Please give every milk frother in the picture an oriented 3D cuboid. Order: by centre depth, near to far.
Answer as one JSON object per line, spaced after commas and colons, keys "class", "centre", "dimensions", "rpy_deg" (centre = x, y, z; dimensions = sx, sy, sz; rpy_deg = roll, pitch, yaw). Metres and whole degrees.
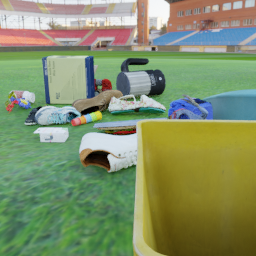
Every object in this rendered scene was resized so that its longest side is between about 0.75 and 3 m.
{"class": "milk frother", "centre": [0.413, -2.697, 17.130], "dimensions": [2.555, 2.451, 2.716], "rpy_deg": [-10, -23, -29]}

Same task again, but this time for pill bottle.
{"class": "pill bottle", "centre": [-5.699, -1.649, 15.110], "dimensions": [1.230, 0.690, 0.690], "rpy_deg": [3, 18, 11]}

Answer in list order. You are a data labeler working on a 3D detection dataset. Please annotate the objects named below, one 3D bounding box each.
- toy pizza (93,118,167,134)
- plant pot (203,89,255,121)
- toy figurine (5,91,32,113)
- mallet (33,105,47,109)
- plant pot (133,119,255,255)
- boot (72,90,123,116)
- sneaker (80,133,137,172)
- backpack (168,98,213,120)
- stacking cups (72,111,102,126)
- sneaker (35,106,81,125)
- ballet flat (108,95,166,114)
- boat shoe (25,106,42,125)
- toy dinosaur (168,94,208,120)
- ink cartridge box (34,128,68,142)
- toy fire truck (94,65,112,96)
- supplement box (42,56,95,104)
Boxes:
{"class": "toy pizza", "centre": [0.115, -0.047, 9.963], "dimensions": [2.695, 0.427, 2.695], "rpy_deg": [-5, 2, 0]}
{"class": "plant pot", "centre": [4.079, -0.616, 10.542], "dimensions": [2.308, 1.630, 1.631], "rpy_deg": [10, 20, 43]}
{"class": "toy figurine", "centre": [-5.417, -1.169, 14.059], "dimensions": [1.055, 0.929, 1.762], "rpy_deg": [23, 5, -35]}
{"class": "mallet", "centre": [-4.076, -0.928, 13.570], "dimensions": [0.539, 0.337, 1.637], "rpy_deg": [1, 14, 4]}
{"class": "plant pot", "centre": [1.403, 1.386, 2.963], "dimensions": [2.647, 2.335, 2.647], "rpy_deg": [0, 18, 2]}
{"class": "boot", "centre": [-1.236, -1.090, 13.149], "dimensions": [2.614, 0.962, 0.986], "rpy_deg": [-20, 30, -27]}
{"class": "sneaker", "centre": [0.015, 0.783, 7.551], "dimensions": [2.656, 0.967, 1.125], "rpy_deg": [0, 38, 2]}
{"class": "backpack", "centre": [2.145, -0.441, 10.293], "dimensions": [1.387, 1.343, 1.653], "rpy_deg": [-9, 20, -18]}
{"class": "stacking cups", "centre": [-1.733, -0.351, 11.695], "dimensions": [1.346, 0.407, 0.407], "rpy_deg": [-22, 27, -39]}
{"class": "sneaker", "centre": [-2.830, -0.500, 11.482], "dimensions": [1.934, 0.751, 0.835], "rpy_deg": [-15, 26, -38]}
{"class": "ballet flat", "centre": [0.416, -1.106, 12.867], "dimensions": [2.666, 0.852, 1.008], "rpy_deg": [-1, -11, -4]}
{"class": "boat shoe", "centre": [-3.970, -0.579, 11.996], "dimensions": [0.617, 0.547, 1.651], "rpy_deg": [3, 18, 8]}
{"class": "toy dinosaur", "centre": [2.322, 0.168, 8.681], "dimensions": [2.615, 1.373, 2.373], "rpy_deg": [29, 16, -25]}
{"class": "ink cartridge box", "centre": [-2.671, 0.239, 9.766], "dimensions": [1.048, 0.353, 0.614], "rpy_deg": [1, 18, 2]}
{"class": "toy fire truck", "centre": [-1.761, -2.816, 16.888], "dimensions": [1.590, 1.807, 1.163], "rpy_deg": [1, 19, 5]}
{"class": "supplement box", "centre": [-3.160, -2.662, 15.320], "dimensions": [2.461, 2.464, 1.654], "rpy_deg": [0, 18, 1]}
